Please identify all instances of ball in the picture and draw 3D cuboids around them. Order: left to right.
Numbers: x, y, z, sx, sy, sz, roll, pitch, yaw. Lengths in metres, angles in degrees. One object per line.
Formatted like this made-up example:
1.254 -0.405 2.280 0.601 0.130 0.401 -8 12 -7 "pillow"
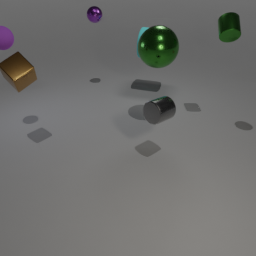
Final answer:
-3.797 -2.701 8.410 0.700 0.700 0.700 0 30 0 "ball"
-1.495 -5.072 12.520 0.700 0.700 0.700 0 30 0 "ball"
1.027 -2.740 9.502 1.400 1.400 1.400 0 30 0 "ball"

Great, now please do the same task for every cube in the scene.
-3.139 -1.596 8.020 0.700 0.700 0.700 44 69 7 "cube"

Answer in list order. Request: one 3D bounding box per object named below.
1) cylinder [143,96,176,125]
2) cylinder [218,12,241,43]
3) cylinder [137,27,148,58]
0.918 -0.522 8.179 0.700 0.700 0.700 -22 37 -38 "cylinder"
3.389 -3.358 9.370 0.700 0.700 0.700 2 70 4 "cylinder"
1.259 -3.908 13.092 1.400 1.400 1.400 12 32 13 "cylinder"
